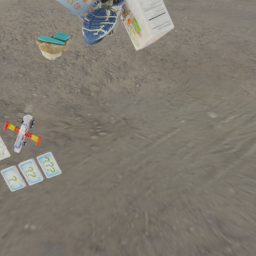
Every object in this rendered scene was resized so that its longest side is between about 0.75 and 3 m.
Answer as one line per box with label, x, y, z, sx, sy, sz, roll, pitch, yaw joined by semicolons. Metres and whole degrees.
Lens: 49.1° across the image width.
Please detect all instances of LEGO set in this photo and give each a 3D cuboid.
LEGO set;-1.675;0.334;4.194;0.913;1.223;0.300;-20;12;11

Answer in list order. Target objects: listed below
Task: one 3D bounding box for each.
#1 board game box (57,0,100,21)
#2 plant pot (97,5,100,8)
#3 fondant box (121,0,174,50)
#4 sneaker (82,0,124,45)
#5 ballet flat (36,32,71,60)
board game box;-1.396;-4.280;8.637;1.462;1.494;0.417;20;32;-58
plant pot;-1.329;-4.748;10.487;1.494;1.403;1.494;-39;14;11
fondant box;0.245;-4.138;9.080;0.819;2.811;2.028;-27;9;-9
sneaker;-0.656;-3.134;8.504;0.889;0.983;2.307;17;55;10
ballet flat;-1.294;-1.422;4.964;0.440;0.407;1.248;20;23;0
